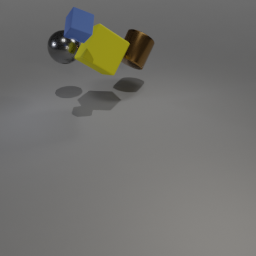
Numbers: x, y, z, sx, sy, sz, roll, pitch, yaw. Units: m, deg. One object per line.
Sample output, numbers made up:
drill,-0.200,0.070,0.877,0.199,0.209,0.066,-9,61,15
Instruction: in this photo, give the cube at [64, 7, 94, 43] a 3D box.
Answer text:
cube,-1.534,-3.191,8.749,0.700,0.700,0.700,10,-13,-30

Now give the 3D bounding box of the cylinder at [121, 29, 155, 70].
cylinder,0.340,-3.677,13.207,1.400,1.400,1.400,25,1,-1

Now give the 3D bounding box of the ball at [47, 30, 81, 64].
ball,-2.714,-3.434,11.935,1.400,1.400,1.400,0,31,0

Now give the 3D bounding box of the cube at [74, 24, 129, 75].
cube,-1.047,-3.019,10.979,1.400,1.400,1.400,26,1,-26
